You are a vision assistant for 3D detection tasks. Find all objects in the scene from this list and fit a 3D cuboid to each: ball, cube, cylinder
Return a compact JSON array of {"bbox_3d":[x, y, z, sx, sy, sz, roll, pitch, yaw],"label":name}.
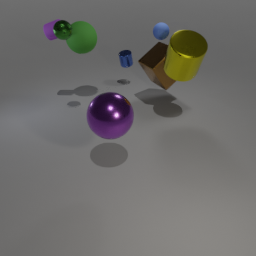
[{"bbox_3d":[-2.077,-4.030,12.509,1.400,1.400,1.400,0,30,0],"label":"ball"},{"bbox_3d":[-2.396,-3.602,10.302,0.700,0.700,0.700,0,30,0],"label":"ball"},{"bbox_3d":[1.603,-2.883,12.968,1.400,1.400,1.400,-43,39,-2],"label":"cube"},{"bbox_3d":[-0.112,-3.747,15.149,0.700,0.700,0.700,-6,45,6],"label":"cylinder"},{"bbox_3d":[-3.099,-4.163,11.883,0.700,0.700,0.700,-13,26,19],"label":"cylinder"},{"bbox_3d":[1.409,-4.109,11.911,0.700,0.700,0.700,0,30,0],"label":"ball"},{"bbox_3d":[2.156,-2.735,10.691,1.400,1.400,1.400,2,62,-3],"label":"cylinder"},{"bbox_3d":[-0.523,-0.361,8.274,1.400,1.400,1.400,0,30,0],"label":"ball"}]
